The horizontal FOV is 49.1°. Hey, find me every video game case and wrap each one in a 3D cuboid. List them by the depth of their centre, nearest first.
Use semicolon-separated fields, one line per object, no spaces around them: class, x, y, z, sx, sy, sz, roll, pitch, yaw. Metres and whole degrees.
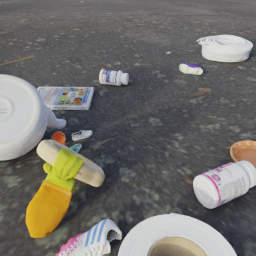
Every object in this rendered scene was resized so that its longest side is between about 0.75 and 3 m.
video game case;-2.841;-1.302;12.084;2.529;0.228;1.811;0;33;1

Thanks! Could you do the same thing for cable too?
cable;5.817;-4.713;16.625;2.799;0.969;2.800;-23;41;-30

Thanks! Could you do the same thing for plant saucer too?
plant saucer;3.920;0.923;8.628;1.513;0.283;1.513;1;33;0

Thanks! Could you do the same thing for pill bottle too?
pill bottle;2.568;1.425;7.317;1.539;0.872;0.872;-16;36;-23
pill bottle;-0.645;-2.387;13.301;1.280;0.711;0.711;9;34;12

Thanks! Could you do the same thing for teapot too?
teapot;-3.872;-0.122;8.756;2.815;2.056;2.779;31;65;4

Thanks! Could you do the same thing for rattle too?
rattle;-1.974;1.351;7.850;1.948;2.137;2.991;12;4;-33

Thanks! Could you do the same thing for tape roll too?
tape roll;0.927;2.778;5.300;2.301;0.805;2.301;0;33;0

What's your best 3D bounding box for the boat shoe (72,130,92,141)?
boat shoe;-1.590;0.208;9.748;0.761;0.249;0.280;-23;39;-31

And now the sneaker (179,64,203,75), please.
sneaker;3.349;-3.117;14.725;1.277;0.444;0.635;19;33;19

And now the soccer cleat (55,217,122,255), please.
soccer cleat;-0.805;2.527;5.910;0.699;0.565;1.619;27;41;35
